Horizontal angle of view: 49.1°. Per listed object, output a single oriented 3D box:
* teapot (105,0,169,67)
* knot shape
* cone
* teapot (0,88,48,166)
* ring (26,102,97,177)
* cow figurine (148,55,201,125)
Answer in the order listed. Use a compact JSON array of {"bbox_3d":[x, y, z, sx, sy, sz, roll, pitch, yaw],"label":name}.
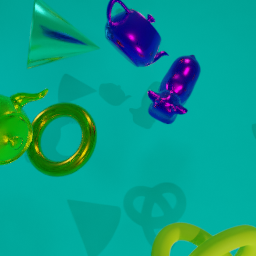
[{"bbox_3d":[0.138,-1.245,3.851,0.644,1.316,0.818,-47,46,6],"label":"teapot"},{"bbox_3d":[1.148,1.777,3.597,1.414,0.698,1.511,-37,89,-3],"label":"knot shape"},{"bbox_3d":[-0.941,-1.335,4.307,1.069,1.065,1.065,7,59,-21],"label":"cone"},{"bbox_3d":[-1.798,0.032,3.994,0.833,1.058,1.702,21,69,29],"label":"teapot"},{"bbox_3d":[-1.335,0.207,5.555,1.520,0.304,1.520,-4,73,14],"label":"ring"},{"bbox_3d":[0.980,-0.828,5.702,0.836,1.498,1.523,28,97,6],"label":"cow figurine"}]
